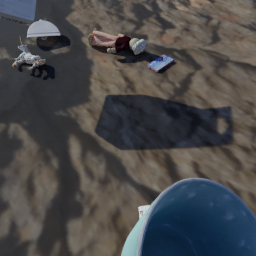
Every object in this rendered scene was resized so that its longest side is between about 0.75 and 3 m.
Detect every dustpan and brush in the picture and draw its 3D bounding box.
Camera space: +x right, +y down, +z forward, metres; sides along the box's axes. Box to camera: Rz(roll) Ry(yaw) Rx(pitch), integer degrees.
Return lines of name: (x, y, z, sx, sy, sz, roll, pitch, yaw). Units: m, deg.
dustpan and brush: (-3.098, -3.626, 10.154, 1.134, 0.465, 1.625, -9, 55, -16)

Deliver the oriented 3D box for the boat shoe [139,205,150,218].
boat shoe: (0.299, 2.085, 4.914, 0.526, 0.537, 1.517, -1, 46, 12)

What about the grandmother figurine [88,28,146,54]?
grandmother figurine: (-0.342, -2.851, 9.320, 1.931, 0.585, 1.171, 13, 58, 15)

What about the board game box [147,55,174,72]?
board game box: (1.037, -2.062, 8.909, 0.428, 0.081, 0.831, 37, 58, 27)

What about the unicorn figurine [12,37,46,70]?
unicorn figurine: (-3.199, -2.228, 8.852, 1.350, 0.499, 0.927, 30, 43, 7)

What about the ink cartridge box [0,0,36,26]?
ink cartridge box: (-3.298, -4.079, 7.146, 1.913, 2.390, 0.565, 6, 0, -31)

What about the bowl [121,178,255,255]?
bowl: (0.860, 2.077, 4.028, 2.449, 1.281, 2.449, 15, 58, -25)
